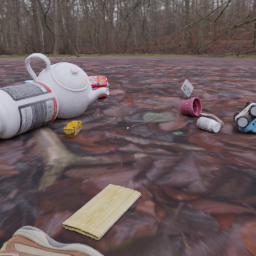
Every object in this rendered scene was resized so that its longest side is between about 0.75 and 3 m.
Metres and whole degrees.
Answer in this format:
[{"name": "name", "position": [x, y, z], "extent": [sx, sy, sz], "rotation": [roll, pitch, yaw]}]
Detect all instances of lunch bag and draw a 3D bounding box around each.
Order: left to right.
[{"name": "lunch bag", "position": [-2.208, -2.327, 15.990], "extent": [2.075, 0.965, 2.356], "rotation": [-4, 22, -3]}]

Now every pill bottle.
[{"name": "pill bottle", "position": [-3.859, -0.598, 9.497], "extent": [1.634, 1.634, 2.821], "rotation": [9, 20, 26]}, {"name": "pill bottle", "position": [2.876, -0.109, 9.980], "extent": [0.425, 0.425, 0.751], "rotation": [-11, 22, -32]}]

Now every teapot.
[{"name": "teapot", "position": [-2.537, -1.782, 11.389], "extent": [2.553, 1.865, 2.520], "rotation": [-14, 63, -40]}]

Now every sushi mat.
[{"name": "sushi mat", "position": [-0.432, 1.544, 5.410], "extent": [0.774, 0.098, 1.618], "rotation": [10, 20, 27]}]

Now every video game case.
[{"name": "video game case", "position": [3.202, -2.145, 15.112], "extent": [0.078, 0.618, 0.863], "rotation": [-26, 25, 49]}]

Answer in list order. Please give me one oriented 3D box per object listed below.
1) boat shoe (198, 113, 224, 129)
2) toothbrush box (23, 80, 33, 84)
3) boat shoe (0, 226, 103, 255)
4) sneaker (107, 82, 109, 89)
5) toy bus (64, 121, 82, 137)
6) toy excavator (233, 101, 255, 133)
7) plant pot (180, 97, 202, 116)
[{"name": "boat shoe", "position": [3.161, -0.294, 10.472], "extent": [0.482, 0.509, 1.344], "rotation": [-5, 20, -20]}, {"name": "toothbrush box", "position": [-3.603, -1.783, 13.997], "extent": [2.633, 1.123, 1.928], "rotation": [11, 21, 31]}, {"name": "boat shoe", "position": [-0.928, 1.880, 3.468], "extent": [2.054, 0.778, 0.737], "rotation": [1, 19, 34]}, {"name": "sneaker", "position": [-1.444, -2.706, 18.078], "extent": [0.499, 0.472, 1.235], "rotation": [13, 23, 2]}, {"name": "toy bus", "position": [-1.884, 0.018, 9.621], "extent": [0.337, 0.406, 1.036], "rotation": [3, 18, 6]}, {"name": "toy excavator", "position": [4.778, -0.228, 9.645], "extent": [1.708, 1.661, 0.853], "rotation": [44, 18, -2]}, {"name": "plant pot", "position": [2.644, -0.879, 11.954], "extent": [0.715, 0.799, 0.799], "rotation": [-3, 11, 44]}]
